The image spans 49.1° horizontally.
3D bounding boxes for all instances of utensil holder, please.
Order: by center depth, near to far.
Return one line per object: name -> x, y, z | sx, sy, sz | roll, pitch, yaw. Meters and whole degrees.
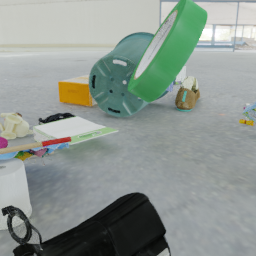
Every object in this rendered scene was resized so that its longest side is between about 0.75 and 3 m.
utensil holder -> -1.966, 1.009, 4.445 | 0.755, 0.888, 0.755 | 0, 18, 0

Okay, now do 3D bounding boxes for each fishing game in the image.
fishing game -> -2.081, 0.597, 5.314 | 1.988, 0.432, 2.777 | -9, -5, -26

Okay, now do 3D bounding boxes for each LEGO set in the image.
LEGO set -> 3.895, -0.345, 9.202 | 0.440, 0.409, 1.072 | 4, 25, 22

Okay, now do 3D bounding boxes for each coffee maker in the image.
coffee maker -> -0.325, 1.245, 3.003 | 0.974, 1.389, 1.446 | -5, 10, 42

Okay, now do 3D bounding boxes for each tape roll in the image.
tape roll -> 0.924, -1.933, 7.121 | 0.637, 2.650, 2.650 | 30, 16, -11

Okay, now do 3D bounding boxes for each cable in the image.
cable -> -2.145, -0.195, 8.821 | 1.317, 0.335, 1.074 | -5, 20, -16

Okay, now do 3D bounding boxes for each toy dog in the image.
toy dog -> -3.273, -0.142, 8.150 | 0.981, 0.706, 1.012 | 5, 13, -31

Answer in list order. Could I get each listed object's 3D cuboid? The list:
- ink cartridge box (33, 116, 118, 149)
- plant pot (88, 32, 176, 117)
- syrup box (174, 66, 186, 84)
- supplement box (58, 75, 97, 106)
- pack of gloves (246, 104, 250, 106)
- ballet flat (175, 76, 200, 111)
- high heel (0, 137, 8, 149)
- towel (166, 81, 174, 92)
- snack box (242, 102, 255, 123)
ink cartridge box -> -1.409, 0.198, 7.427 | 1.457, 0.480, 2.002 | -16, 25, -39
plant pot -> 0.101, -1.868, 10.289 | 2.866, 2.866, 2.807 | 7, 27, 20
syrup box -> 1.995, -3.006, 15.898 | 2.593, 1.056, 1.021 | -12, 21, -32
supplement box -> -1.637, -1.721, 12.328 | 1.600, 0.933, 2.539 | 9, 21, 25
pack of gloves -> 5.224, -0.809, 10.674 | 1.292, 0.303, 1.537 | 8, 20, 19
ballet flat -> 2.490, -1.556, 11.619 | 1.013, 1.080, 2.986 | 9, 20, 16
high heel -> -3.858, 0.284, 5.682 | 0.982, 1.400, 2.912 | 5, 18, 32
towel -> 1.300, -1.695, 9.472 | 0.142, 0.863, 1.193 | 9, 5, 28
snack box -> 3.805, -0.308, 7.654 | 1.024, 0.347, 0.864 | 36, -10, 1
